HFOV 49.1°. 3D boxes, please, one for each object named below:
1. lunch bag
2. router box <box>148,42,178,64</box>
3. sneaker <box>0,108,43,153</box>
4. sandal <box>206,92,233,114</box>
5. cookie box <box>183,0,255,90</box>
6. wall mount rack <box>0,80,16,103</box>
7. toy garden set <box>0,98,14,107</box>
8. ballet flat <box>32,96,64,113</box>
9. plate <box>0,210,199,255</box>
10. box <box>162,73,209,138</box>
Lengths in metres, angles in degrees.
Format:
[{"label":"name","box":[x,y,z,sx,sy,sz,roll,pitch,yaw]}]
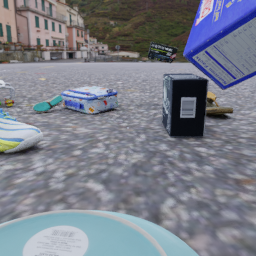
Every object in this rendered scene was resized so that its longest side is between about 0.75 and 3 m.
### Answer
[{"label":"lunch bag","box":[-1.281,-0.953,9.292,1.832,0.692,1.468,14,22,43]},{"label":"router box","box":[1.059,-2.342,8.791,0.821,0.340,1.095,15,5,1]},{"label":"sneaker","box":[-2.866,-0.220,5.535,2.373,1.247,0.899,2,15,9]},{"label":"sandal","box":[2.421,-0.867,8.968,0.982,0.660,2.444,-3,16,-11]},{"label":"cookie box","box":[2.454,-2.259,4.179,1.102,2.508,2.932,36,-34,-22]},{"label":"wall mount rack","box":[-5.277,-1.245,10.081,2.160,0.927,2.486,-4,15,-26]},{"label":"toy garden set","box":[-4.500,-0.860,9.807,0.896,0.214,1.074,-12,18,-25]},{"label":"ballet flat","box":[-2.543,-0.706,8.970,1.071,0.405,0.342,-27,-13,-32]},{"label":"plate","box":[-0.560,1.225,2.037,2.691,0.344,2.691,-1,16,0]},{"label":"box","box":[1.308,-0.590,6.707,0.824,1.329,1.307,0,15,0]}]
